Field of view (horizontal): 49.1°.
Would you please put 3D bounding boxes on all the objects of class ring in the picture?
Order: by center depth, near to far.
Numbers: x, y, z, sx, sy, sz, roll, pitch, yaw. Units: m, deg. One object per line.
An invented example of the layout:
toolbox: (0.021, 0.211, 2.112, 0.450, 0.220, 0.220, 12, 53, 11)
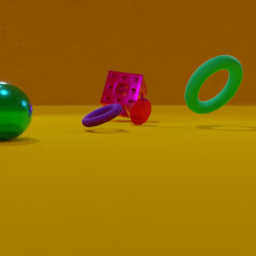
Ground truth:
ring: (-0.649, -0.321, 7.012, 1.082, 0.216, 1.082, -20, 17, 6)
ring: (2.506, -1.216, 8.172, 1.914, 1.914, 0.383, -3, 40, -29)

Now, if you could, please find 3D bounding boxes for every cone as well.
cone: (0.133, -0.644, 9.039, 0.893, 0.893, 0.896, -4, 21, -40)

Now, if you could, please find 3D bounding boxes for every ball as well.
ball: (-2.335, -0.299, 5.187, 1.087, 1.087, 1.087, 0, 5, 0)

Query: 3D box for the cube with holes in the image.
cube with holes: (-0.114, -1.252, 10.901, 1.348, 1.348, 1.348, 10, -14, 14)
